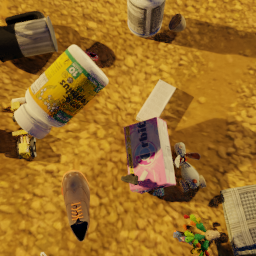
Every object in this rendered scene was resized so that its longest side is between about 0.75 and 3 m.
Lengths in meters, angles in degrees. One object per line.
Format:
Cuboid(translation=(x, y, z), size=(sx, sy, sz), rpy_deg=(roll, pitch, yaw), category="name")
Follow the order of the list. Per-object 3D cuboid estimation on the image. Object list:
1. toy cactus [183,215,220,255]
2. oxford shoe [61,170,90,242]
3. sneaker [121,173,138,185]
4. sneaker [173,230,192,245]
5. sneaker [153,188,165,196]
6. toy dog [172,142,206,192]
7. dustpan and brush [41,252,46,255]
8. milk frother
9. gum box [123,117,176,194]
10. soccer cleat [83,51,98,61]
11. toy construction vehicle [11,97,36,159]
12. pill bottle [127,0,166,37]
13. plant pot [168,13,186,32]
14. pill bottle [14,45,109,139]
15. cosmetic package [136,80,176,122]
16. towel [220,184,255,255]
Cuboid(translation=(2.695, 3.880, 10.108), size=(1.314, 0.814, 1.592), rpy_deg=(-2, 55, -15), category="toy cactus")
Cuboid(translation=(-1.313, 2.091, 7.480), size=(0.755, 2.118, 0.772), rpy_deg=(-11, 28, -11), category="oxford shoe")
Cuboid(translation=(0.083, 1.716, 9.603), size=(0.831, 0.316, 0.377), rpy_deg=(4, 76, 48), category="sneaker")
Cuboid(translation=(2.003, 4.076, 10.287), size=(0.778, 0.293, 0.305), rpy_deg=(29, 83, 17), category="sneaker")
Cuboid(translation=(1.038, 2.038, 10.805), size=(0.520, 0.467, 1.204), rpy_deg=(-14, 70, 5), category="sneaker")
Cuboid(translation=(2.255, 1.508, 10.691), size=(1.318, 0.962, 1.998), rpy_deg=(-36, 76, -10), category="toy dog")
Cuboid(translation=(-2.525, 5.293, 9.711), size=(1.462, 0.599, 2.094), rpy_deg=(-26, 75, -8), category="dustpan and brush")
Cuboid(translation=(-4.480, -4.273, 11.580), size=(2.433, 2.587, 2.334), rpy_deg=(-13, 80, -4), category="milk frother")
Cuboid(translation=(0.790, 1.074, 10.506), size=(1.487, 0.867, 2.621), rpy_deg=(-17, 68, 29), category="gum box")
Cuboid(translation=(-1.811, -3.278, 12.474), size=(1.024, 0.392, 0.342), rpy_deg=(19, 74, 5), category="soccer cleat")
Cuboid(translation=(-4.906, -0.056, 11.190), size=(2.302, 0.931, 2.644), rpy_deg=(-6, 73, -2), category="toy construction vehicle")
Cuboid(translation=(0.773, -5.314, 11.811), size=(1.618, 2.844, 1.618), rpy_deg=(0, 73, 0), category="pill bottle")
Cuboid(translation=(2.325, -4.717, 12.793), size=(0.545, 0.812, 0.812), rpy_deg=(20, 69, -34), category="plant pot")
Cuboid(translation=(-2.176, -1.071, 8.971), size=(2.919, 1.646, 1.646), rpy_deg=(-42, 77, 7), category="pill bottle")
Cuboid(translation=(1.166, -1.010, 11.712), size=(0.804, 0.493, 1.947), rpy_deg=(31, 76, 6), category="cosmetic package")
Cuboid(translation=(4.816, 3.361, 10.405), size=(2.359, 0.423, 2.450), rpy_deg=(-7, 74, -2), category="towel")
